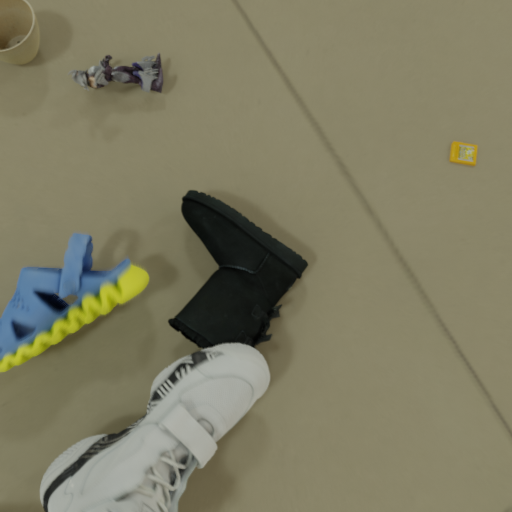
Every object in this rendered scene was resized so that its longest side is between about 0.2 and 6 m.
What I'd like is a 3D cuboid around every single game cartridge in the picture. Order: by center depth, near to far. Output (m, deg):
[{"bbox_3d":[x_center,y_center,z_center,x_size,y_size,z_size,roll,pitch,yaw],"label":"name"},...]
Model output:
[{"bbox_3d":[3.548,-1.752,9.582,0.436,0.071,0.384,11,75,2],"label":"game cartridge"}]

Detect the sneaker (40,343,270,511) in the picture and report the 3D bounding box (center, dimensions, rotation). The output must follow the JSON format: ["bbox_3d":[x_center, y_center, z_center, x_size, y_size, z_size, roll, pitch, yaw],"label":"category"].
[{"bbox_3d":[-1.122,2.759,7.138,3.617,2.079,1.359,-36,120,-2],"label":"sneaker"}]

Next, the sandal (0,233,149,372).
[{"bbox_3d":[-3.072,0.666,8.210,2.863,1.138,1.246,-34,99,-9],"label":"sandal"}]

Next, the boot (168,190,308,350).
[{"bbox_3d":[-0.598,0.368,8.602,2.436,0.901,1.996,34,78,5],"label":"boot"}]

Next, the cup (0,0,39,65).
[{"bbox_3d":[-4.254,-3.812,9.753,1.128,0.806,1.128,0,76,2],"label":"cup"}]

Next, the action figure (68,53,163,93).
[{"bbox_3d":[-2.416,-3.137,9.632,1.587,0.550,1.032,-5,41,-12],"label":"action figure"}]
